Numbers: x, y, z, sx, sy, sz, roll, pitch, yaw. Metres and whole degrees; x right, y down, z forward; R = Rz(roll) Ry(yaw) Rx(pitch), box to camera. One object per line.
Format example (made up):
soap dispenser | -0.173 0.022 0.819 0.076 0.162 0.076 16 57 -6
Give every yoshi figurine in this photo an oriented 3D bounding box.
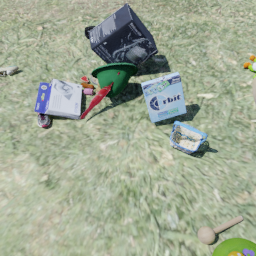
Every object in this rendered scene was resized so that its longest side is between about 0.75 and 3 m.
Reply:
yoshi figurine | 5.627 -2.476 11.959 0.796 0.799 1.421 -35 61 -5

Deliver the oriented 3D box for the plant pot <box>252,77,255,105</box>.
plant pot | 5.444 -1.547 11.027 1.226 1.226 1.309 2 40 1

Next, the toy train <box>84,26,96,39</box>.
toy train | -0.685 -4.603 13.584 2.935 0.672 0.501 6 53 4

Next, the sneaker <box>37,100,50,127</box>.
sneaker | -3.244 -0.527 10.597 0.480 0.445 1.191 -12 54 -9

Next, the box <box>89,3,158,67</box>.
box | -0.178 -3.487 11.367 1.982 2.016 1.249 -30 49 22

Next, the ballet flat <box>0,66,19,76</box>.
ballet flat | -5.310 -2.446 12.177 1.122 0.390 0.390 -6 53 -3

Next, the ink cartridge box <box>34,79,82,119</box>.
ink cartridge box | -2.649 -1.175 10.851 1.672 0.339 1.669 9 51 -17

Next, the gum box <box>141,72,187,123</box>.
gum box | 1.290 -1.046 9.892 1.322 1.556 0.347 -17 37 3

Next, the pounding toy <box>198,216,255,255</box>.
pounding toy | 2.969 3.351 7.251 1.684 1.012 2.182 -15 54 -12

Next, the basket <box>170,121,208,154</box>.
basket | 1.944 0.278 9.364 1.124 1.274 0.886 27 70 6

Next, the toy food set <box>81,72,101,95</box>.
toy food set | -1.513 -1.790 11.689 1.000 0.248 1.574 -25 57 -18

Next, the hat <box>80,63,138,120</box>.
hat | -0.553 -1.284 10.809 2.125 1.760 1.871 -9 80 24
